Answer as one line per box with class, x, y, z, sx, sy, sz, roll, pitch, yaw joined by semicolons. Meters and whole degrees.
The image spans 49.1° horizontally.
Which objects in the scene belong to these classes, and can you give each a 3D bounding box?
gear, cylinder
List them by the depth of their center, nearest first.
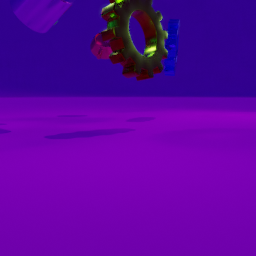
gear;0.228;-2.159;6.548;0.376;2.031;2.031;-4;3;41
cylinder;-2.096;-3.130;6.869;1.114;1.114;1.114;-34;-10;26
gear;1.593;-2.871;10.088;0.356;1.923;1.923;6;8;11

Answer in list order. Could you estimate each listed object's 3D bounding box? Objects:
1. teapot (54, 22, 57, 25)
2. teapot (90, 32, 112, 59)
teapot;-2.475;-3.466;8.342;0.771;1.241;0.608;23;33;14
teapot;-0.958;-3.514;11.611;1.160;1.866;0.914;18;-32;-1
